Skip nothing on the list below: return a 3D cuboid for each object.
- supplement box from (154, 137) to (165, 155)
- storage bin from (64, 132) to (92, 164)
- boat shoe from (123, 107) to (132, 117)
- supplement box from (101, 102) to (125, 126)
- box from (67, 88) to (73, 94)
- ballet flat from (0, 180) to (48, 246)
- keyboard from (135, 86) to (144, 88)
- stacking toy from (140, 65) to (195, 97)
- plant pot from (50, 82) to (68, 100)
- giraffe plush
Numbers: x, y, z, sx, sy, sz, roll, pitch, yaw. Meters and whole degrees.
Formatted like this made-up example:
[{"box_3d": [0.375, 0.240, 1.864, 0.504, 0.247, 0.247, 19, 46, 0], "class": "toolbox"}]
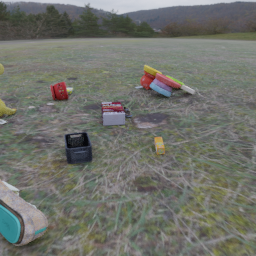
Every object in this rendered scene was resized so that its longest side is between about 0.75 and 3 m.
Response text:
[{"box_3d": [1.073, 0.601, 9.540, 0.273, 0.282, 0.820, -3, 25, 0], "class": "supplement box"}, {"box_3d": [-1.631, 0.629, 9.123, 0.795, 0.552, 1.176, -6, 24, -14], "class": "storage bin"}, {"box_3d": [-0.065, -0.741, 12.675, 0.303, 0.304, 0.839, -10, 25, -22], "class": "boat shoe"}, {"box_3d": [-0.671, -0.657, 12.201, 0.928, 0.519, 1.705, -3, 22, -8], "class": "supplement box"}, {"box_3d": [-3.464, -2.143, 16.160, 0.466, 0.192, 0.794, 1, 20, 1], "class": "box"}, {"box_3d": [-2.758, 1.750, 6.317, 2.692, 0.916, 0.905, 25, 12, 35], "class": "ballet flat"}, {"box_3d": [0.919, -2.530, 17.275, 0.956, 0.051, 0.269, -10, 20, -22], "class": "keyboard"}, {"box_3d": [2.135, -2.344, 16.215, 2.658, 1.240, 2.937, 19, 18, -24], "class": "stacking toy"}, {"box_3d": [-3.627, -1.916, 14.760, 0.832, 0.914, 0.914, -14, 25, -11], "class": "plant pot"}, {"box_3d": [-6.411, -1.595, 11.961, 2.984, 2.420, 2.575, 9, 25, 21], "class": "giraffe plush"}]
